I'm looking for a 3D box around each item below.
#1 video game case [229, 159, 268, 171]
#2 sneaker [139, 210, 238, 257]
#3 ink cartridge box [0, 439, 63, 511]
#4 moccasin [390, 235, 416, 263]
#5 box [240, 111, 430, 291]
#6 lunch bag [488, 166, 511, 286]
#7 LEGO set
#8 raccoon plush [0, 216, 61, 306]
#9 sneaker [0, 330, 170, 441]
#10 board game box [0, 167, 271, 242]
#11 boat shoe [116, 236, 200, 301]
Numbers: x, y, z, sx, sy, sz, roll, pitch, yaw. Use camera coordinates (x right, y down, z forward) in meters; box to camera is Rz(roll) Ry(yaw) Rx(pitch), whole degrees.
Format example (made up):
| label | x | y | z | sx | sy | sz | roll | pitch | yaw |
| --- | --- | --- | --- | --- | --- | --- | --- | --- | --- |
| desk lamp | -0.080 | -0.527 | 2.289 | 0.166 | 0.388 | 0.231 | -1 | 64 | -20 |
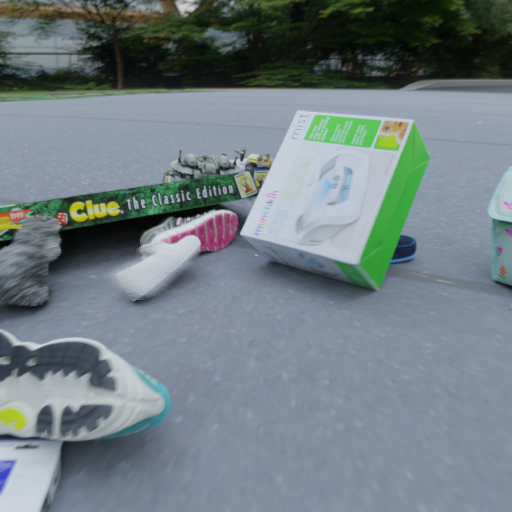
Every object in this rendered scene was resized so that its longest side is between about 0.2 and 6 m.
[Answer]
| label | x | y | z | sx | sy | sz | roll | pitch | yaw |
| --- | --- | --- | --- | --- | --- | --- | --- | --- | --- |
| video game case | -0.262 | -2.622 | 16.728 | 1.355 | 0.308 | 1.228 | -11 | 23 | -26 |
| sneaker | -1.271 | -0.450 | 10.365 | 0.931 | 0.785 | 2.128 | 24 | 35 | 38 |
| ink cartridge box | -2.043 | 2.031 | 4.634 | 0.640 | 0.252 | 1.287 | -1 | 22 | -4 |
| moccasin | 1.761 | -0.361 | 10.160 | 2.250 | 0.767 | 0.905 | 4 | 21 | 12 |
| box | 1.325 | -0.980 | 9.278 | 2.206 | 2.501 | 1.209 | 17 | -14 | 34 |
| lunch bag | 4.424 | -0.437 | 8.443 | 1.145 | 1.878 | 1.600 | -10 | 12 | -20 |
| LEGO set | -0.985 | -2.432 | 14.715 | 2.575 | 1.124 | 3.965 | 15 | 31 | 14 |
| raccoon plush | -3.433 | 0.012 | 7.871 | 0.924 | 1.280 | 1.911 | 11 | 0 | 8 |
| sneaker | -2.147 | 1.378 | 5.605 | 2.836 | 1.099 | 1.130 | 2 | -18 | 29 |
| board game box | -2.605 | -1.005 | 11.019 | 5.722 | 0.671 | 2.998 | -13 | 6 | -31 |
| boat shoe | -1.540 | 0.026 | 8.829 | 0.600 | 0.591 | 1.692 | -29 | 11 | 46 |
